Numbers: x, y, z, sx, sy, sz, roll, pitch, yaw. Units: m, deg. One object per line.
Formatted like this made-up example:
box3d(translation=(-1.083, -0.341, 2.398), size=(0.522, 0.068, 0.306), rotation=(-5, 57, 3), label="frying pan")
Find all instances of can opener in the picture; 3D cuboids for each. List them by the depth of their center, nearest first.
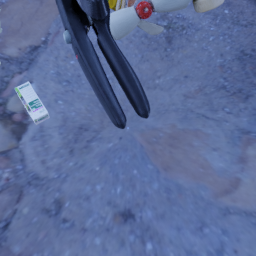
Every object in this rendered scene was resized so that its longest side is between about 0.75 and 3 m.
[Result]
box3d(translation=(-0.480, -1.220, 4.238), size=(0.867, 1.075, 2.734), rotation=(-21, 74, 4), label="can opener")

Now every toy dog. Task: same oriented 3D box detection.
box3d(translation=(0.731, -3.005, 6.367), size=(2.707, 1.785, 1.304), rotation=(-7, 28, -1), label="toy dog")

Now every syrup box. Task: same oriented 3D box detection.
box3d(translation=(-1.965, -0.504, 5.767), size=(0.321, 0.332, 0.816), rotation=(-31, 78, -18), label="syrup box")

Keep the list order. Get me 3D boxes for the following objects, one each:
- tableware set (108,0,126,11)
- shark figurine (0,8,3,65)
box3d(translation=(-0.151, -4.498, 7.483), size=(0.431, 2.808, 1.892), rotation=(-6, 25, -44), label="tableware set")
box3d(translation=(-3.290, -2.260, 6.263), size=(0.884, 2.118, 1.265), rotation=(-2, 39, -33), label="shark figurine")
